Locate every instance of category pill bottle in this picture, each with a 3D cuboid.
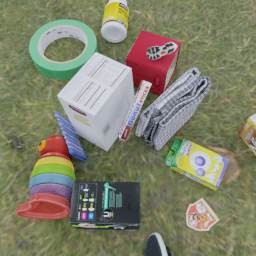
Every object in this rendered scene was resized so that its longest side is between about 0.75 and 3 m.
[{"bbox_3d":[-0.548,-5.004,12.744,1.135,1.135,2.019,4,64,2],"label":"pill bottle"}]

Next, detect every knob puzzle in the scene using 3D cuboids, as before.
[{"bbox_3d":[2.393,2.973,9.369,1.115,0.155,1.115,0,64,0],"label":"knob puzzle"}]

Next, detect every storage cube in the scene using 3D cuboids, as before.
[{"bbox_3d":[0.997,-2.604,11.307,1.704,1.621,1.896,20,66,11],"label":"storage cube"}]

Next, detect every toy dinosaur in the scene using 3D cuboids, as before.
[{"bbox_3d":[-4.228,0.526,10.539,0.427,0.321,0.835,-23,60,-24],"label":"toy dinosaur"}]

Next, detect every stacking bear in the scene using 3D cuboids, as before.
[{"bbox_3d":[-2.532,1.471,9.403,1.569,1.675,2.759,24,46,-32],"label":"stacking bear"}]

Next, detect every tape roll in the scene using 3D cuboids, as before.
[{"bbox_3d":[-2.779,-3.458,12.240,2.881,0.693,2.881,0,64,-1],"label":"tape roll"}]

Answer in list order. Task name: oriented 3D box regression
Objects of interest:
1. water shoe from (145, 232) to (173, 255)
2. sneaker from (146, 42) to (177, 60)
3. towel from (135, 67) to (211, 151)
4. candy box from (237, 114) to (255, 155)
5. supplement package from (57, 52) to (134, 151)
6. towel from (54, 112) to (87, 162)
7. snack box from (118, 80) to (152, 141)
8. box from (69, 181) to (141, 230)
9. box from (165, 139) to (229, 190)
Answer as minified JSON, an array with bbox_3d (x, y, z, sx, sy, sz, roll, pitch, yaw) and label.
[{"bbox_3d":[1.214,4.349,8.448,0.915,0.829,2.318,19,39,-37],"label":"water shoe"},{"bbox_3d":[1.239,-2.774,10.175,1.170,0.488,0.472,-7,100,26],"label":"sneaker"},{"bbox_3d":[1.602,-0.581,9.978,2.715,2.248,1.162,-42,78,-18],"label":"towel"},{"bbox_3d":[4.971,0.632,9.892,0.610,1.274,2.206,-27,67,-13],"label":"candy box"},{"bbox_3d":[-0.928,-0.812,9.783,1.473,2.656,2.068,28,68,19],"label":"supplement package"},{"bbox_3d":[-2.086,0.338,10.083,0.210,1.273,1.758,-30,66,4],"label":"towel"},{"bbox_3d":[0.189,-0.563,8.783,0.233,0.690,1.919,22,99,-13],"label":"snack box"},{"bbox_3d":[-0.663,2.476,8.833,2.072,1.539,1.288,0,64,0],"label":"box"},{"bbox_3d":[2.440,1.221,10.057,2.026,0.490,1.189,24,66,13],"label":"box"}]
